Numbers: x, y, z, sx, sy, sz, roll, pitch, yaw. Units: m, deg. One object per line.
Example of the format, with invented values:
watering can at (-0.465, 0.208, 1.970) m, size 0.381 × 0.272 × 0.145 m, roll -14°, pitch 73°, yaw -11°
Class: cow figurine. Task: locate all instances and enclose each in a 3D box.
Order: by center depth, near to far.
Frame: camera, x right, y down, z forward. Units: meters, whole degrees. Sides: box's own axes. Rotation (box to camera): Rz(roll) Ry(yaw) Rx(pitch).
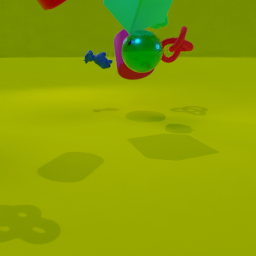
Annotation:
cow figurine at (-1.127, -2.500, 10.352) m, size 0.891 × 0.497 × 0.905 m, roll -30°, pitch 72°, yaw -40°

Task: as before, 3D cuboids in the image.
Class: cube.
cube at (0.293, -3.366, 6.996) m, size 1.235 × 1.235 × 1.235 m, roll -31°, pitch -16°, yaw -26°

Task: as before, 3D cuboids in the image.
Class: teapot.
teapot at (0.833, -3.492, 8.303) m, size 0.736 × 1.503 × 0.934 m, roll -26°, pitch -32°, yaw 13°

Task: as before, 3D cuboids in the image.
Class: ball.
ball at (0.338, -1.844, 6.761) m, size 0.993 × 0.993 × 0.993 m, roll 0°, pitch 16°, yaw 0°

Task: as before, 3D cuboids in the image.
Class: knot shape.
knot shape at (1.842, -3.120, 10.353) m, size 1.430 × 0.661 × 1.338 m, roll -21°, pitch -22°, yaw -23°

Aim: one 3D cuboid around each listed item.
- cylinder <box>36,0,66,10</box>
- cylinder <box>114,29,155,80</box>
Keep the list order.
cylinder at (-1.714, -3.180, 5.927) m, size 0.941 × 0.941 × 0.941 m, roll -19°, pitch 44°, yaw 20°
cylinder at (0.204, -2.505, 9.527) m, size 1.274 × 1.274 × 1.274 m, roll -6°, pitch -23°, yaw -3°
